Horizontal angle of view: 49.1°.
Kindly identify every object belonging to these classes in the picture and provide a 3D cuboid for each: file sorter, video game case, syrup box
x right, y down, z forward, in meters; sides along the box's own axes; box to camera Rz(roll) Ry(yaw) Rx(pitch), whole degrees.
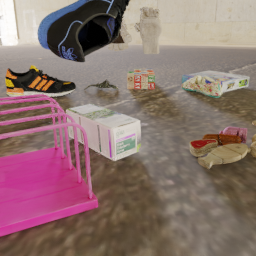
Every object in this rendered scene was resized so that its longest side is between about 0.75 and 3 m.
[{"bbox_3d":[-1.553,0.318,4.297,1.464,1.321,2.107,-10,22,-26],"label":"file sorter"},{"bbox_3d":[3.749,-2.045,12.118,1.916,0.480,2.114,-14,24,-34],"label":"video game case"},{"bbox_3d":[-0.566,0.027,5.984,0.700,0.723,1.777,-19,27,-36],"label":"syrup box"}]

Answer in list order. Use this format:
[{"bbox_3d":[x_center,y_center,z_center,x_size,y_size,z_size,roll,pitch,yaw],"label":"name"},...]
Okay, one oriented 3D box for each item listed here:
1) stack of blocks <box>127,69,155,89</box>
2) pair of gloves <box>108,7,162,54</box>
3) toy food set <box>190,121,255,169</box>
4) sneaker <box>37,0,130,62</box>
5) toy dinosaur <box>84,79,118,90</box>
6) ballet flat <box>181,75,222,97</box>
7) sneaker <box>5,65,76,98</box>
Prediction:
[{"bbox_3d":[0.559,-2.214,12.437,1.152,0.586,2.000,1,20,2],"label":"stack of blocks"},{"bbox_3d":[0.158,-2.731,7.883,1.605,1.365,0.281,10,44,10],"label":"pair of gloves"},{"bbox_3d":[2.155,0.349,5.763,2.111,0.332,1.342,-13,22,-16],"label":"toy food set"},{"bbox_3d":[-0.478,-2.468,6.007,1.167,1.051,2.996,31,68,24],"label":"sneaker"},{"bbox_3d":[-1.106,-1.787,11.703,1.401,0.333,0.618,-3,26,2],"label":"toy dinosaur"},{"bbox_3d":[2.887,-1.705,10.925,0.787,0.665,2.080,-10,22,-29],"label":"ballet flat"},{"bbox_3d":[-3.192,-1.745,10.316,2.519,1.133,0.881,-5,20,-14],"label":"sneaker"}]
